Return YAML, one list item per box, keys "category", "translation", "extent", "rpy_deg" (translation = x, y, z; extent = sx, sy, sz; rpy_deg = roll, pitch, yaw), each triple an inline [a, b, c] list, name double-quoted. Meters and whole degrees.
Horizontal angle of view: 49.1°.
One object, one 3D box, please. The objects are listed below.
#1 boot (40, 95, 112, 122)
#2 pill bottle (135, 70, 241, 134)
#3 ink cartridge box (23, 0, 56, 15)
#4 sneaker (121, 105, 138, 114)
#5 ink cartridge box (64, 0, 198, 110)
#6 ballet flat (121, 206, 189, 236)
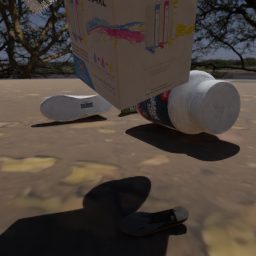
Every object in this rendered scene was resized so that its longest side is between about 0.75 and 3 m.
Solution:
- category: "boot"
  translation: [-1.961, -0.706, 10.257]
  extent: [2.618, 0.952, 1.183]
  rpy_deg: [-5, -2, -29]
- category: "pill bottle"
  translation: [1.609, -0.787, 8.093]
  extent: [1.766, 1.766, 2.953]
  rpy_deg: [-6, 14, -27]
- category: "ink cartridge box"
  translation: [-1.458, -2.938, 5.580]
  extent: [1.285, 0.542, 0.930]
  rpy_deg: [-15, 34, 42]
- category: "sneaker"
  translation: [0.153, -0.919, 11.531]
  extent: [0.723, 0.540, 1.610]
  rpy_deg: [-3, 9, 9]
- category: "ink cartridge box"
  translation: [-0.005, -1.636, 3.860]
  extent: [1.349, 2.155, 1.385]
  rpy_deg: [-25, 42, -25]
- category: "ballet flat"
  translation: [0.318, 1.084, 3.255]
  extent: [0.821, 0.190, 0.277]
  rpy_deg: [-9, 52, -16]
